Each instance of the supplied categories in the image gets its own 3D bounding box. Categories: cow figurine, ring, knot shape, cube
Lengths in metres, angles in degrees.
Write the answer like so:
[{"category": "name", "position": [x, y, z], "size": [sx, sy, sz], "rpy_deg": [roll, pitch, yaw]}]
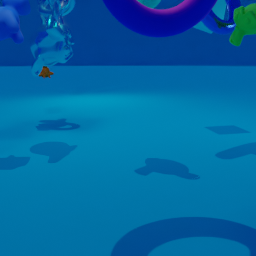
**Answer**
[{"category": "cow figurine", "position": [-2.999, -2.662, 6.699], "size": [1.423, 1.401, 0.781], "rpy_deg": [-23, -16, -13]}, {"category": "ring", "position": [0.501, -2.360, 4.034], "size": [2.016, 2.016, 0.403], "rpy_deg": [-2, 23, -10]}, {"category": "knot shape", "position": [-2.689, -4.469, 10.566], "size": [0.837, 1.695, 1.812], "rpy_deg": [-10, 9, -40]}, {"category": "cube", "position": [2.742, -3.969, 9.625], "size": [0.875, 0.875, 0.875], "rpy_deg": [17, -16, -7]}, {"category": "ring", "position": [2.449, -3.457, 7.680], "size": [1.853, 1.853, 0.371], "rpy_deg": [-10, -4, -34]}, {"category": "cow figurine", "position": [-2.858, -2.241, 9.551], "size": [0.543, 0.974, 0.990], "rpy_deg": [-15, -14, -30]}]

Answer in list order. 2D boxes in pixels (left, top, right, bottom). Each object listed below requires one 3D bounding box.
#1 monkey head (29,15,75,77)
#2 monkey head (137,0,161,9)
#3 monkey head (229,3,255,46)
[{"category": "monkey head", "position": [-2.117, -2.325, 7.360], "size": [1.132, 1.878, 1.351], "rpy_deg": [-1, -18, 11]}, {"category": "monkey head", "position": [0.331, -3.308, 6.576], "size": [1.047, 1.455, 0.877], "rpy_deg": [11, 35, -42]}, {"category": "monkey head", "position": [3.090, -2.581, 7.078], "size": [0.863, 1.030, 1.431], "rpy_deg": [-4, 40, -27]}]
